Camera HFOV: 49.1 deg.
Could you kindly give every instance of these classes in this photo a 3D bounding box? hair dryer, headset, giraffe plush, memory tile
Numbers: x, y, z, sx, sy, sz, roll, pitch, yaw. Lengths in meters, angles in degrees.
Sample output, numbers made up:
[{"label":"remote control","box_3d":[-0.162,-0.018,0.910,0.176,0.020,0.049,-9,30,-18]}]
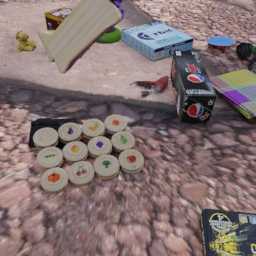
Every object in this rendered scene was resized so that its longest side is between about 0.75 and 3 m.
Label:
[{"label":"hair dryer","box_3d":[0.877,-1.626,9.964,1.410,0.383,1.074,-15,42,-19]},{"label":"headset","box_3d":[5.077,-2.999,11.518,1.211,0.921,1.961,13,27,11]},{"label":"giraffe plush","box_3d":[-4.576,-3.848,12.268,0.954,0.773,0.823,-16,43,-18]},{"label":"memory tile","box_3d":[-1.048,0.545,7.286,2.601,0.218,1.994,-13,51,-14]}]

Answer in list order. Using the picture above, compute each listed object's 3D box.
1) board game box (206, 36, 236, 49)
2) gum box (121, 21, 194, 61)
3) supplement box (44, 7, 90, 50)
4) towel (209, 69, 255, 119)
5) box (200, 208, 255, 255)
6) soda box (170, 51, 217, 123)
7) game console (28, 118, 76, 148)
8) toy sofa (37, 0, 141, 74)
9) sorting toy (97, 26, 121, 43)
[{"label":"board game box","box_3d":[4.174,-3.806,12.637,1.113,0.274,1.409,18,38,26]},{"label":"gum box","box_3d":[1.258,-3.985,12.592,2.160,0.566,2.543,-23,45,-25]},{"label":"supplement box","box_3d":[-2.587,-4.141,12.003,1.534,1.556,1.033,29,48,30]},{"label":"towel","box_3d":[4.004,-1.220,9.378,1.975,0.313,2.750,-14,38,-16]},{"label":"box","box_3d":[2.322,2.308,5.287,1.774,0.435,1.430,5,44,6]},{"label":"soda box","box_3d":[2.041,-1.455,9.240,0.932,1.041,2.942,3,40,0]},{"label":"game console","box_3d":[-2.161,0.118,8.115,1.183,0.689,1.041,1,10,0]},{"label":"toy sofa","box_3d":[-0.598,-1.624,4.432,0.725,1.752,0.855,-27,88,-49]},{"label":"sorting toy","box_3d":[-1.673,-4.963,13.260,2.887,1.185,1.735,21,45,23]}]
